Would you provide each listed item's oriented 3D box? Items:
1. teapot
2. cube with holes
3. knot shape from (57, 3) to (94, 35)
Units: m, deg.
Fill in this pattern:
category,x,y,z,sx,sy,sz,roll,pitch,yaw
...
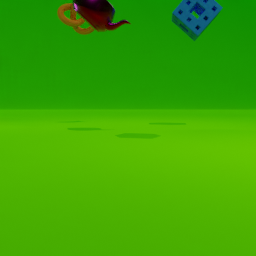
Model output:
category,x,y,z,sx,sy,sz,roll,pitch,yaw
teapot,-0.670,-2.694,6.340,1.637,0.802,1.018,43,8,7
cube with holes,2.082,-3.496,8.651,1.022,1.022,1.022,42,11,0
knot shape,-1.680,-3.920,9.903,1.392,1.303,0.643,-46,34,-14
